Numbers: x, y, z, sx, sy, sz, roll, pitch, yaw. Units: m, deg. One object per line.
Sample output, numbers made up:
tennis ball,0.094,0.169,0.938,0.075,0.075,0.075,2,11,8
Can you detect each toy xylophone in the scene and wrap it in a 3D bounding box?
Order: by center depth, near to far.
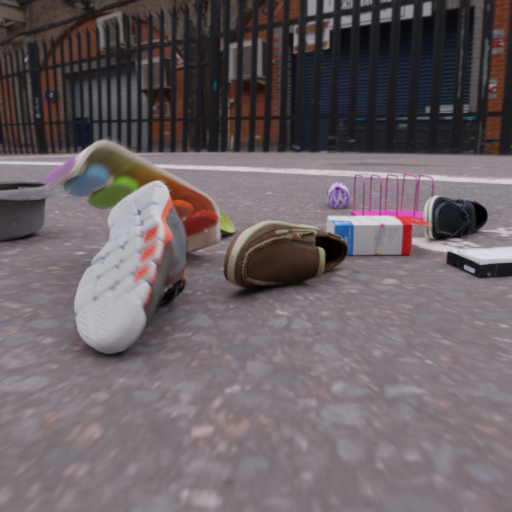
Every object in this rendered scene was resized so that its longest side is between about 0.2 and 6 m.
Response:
toy xylophone,-1.912,-0.838,8.875,2.758,0.693,2.019,22,-25,-27

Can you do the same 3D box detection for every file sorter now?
file sorter,3.176,-1.385,13.108,1.686,1.057,1.172,0,13,-1

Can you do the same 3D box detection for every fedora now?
fedora,-5.095,-0.867,10.845,2.352,1.062,2.080,-6,15,-31

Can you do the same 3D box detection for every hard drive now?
hard drive,3.746,0.082,8.535,1.352,0.256,0.944,-2,13,-10

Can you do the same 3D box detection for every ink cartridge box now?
ink cartridge box,2.106,-0.366,9.777,1.652,0.555,0.960,0,13,0

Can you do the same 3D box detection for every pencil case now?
pencil case,2.265,-1.674,15.348,0.612,0.624,1.459,3,14,5

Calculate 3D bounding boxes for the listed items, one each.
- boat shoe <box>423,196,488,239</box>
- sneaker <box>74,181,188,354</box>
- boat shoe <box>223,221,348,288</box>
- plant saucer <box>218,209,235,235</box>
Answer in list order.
boat shoe,3.912,-0.763,10.993,0.697,0.836,2.240,4,7,41
sneaker,-1.144,0.177,6.371,1.067,1.134,2.770,-25,32,17
boat shoe,0.542,-0.033,7.716,0.887,0.885,2.397,15,19,31
plant saucer,-1.182,-0.931,11.226,1.724,0.268,1.724,37,12,-10
